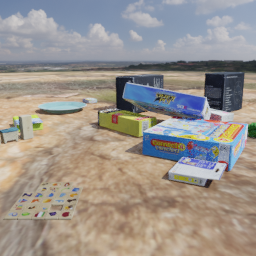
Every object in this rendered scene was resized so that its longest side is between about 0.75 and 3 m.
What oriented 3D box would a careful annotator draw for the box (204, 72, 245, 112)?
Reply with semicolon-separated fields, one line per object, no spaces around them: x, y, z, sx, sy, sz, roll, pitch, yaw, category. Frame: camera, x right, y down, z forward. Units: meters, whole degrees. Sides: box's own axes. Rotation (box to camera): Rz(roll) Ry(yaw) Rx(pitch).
4.783;-1.810;13.946;1.895;1.863;1.175;-12;18;-40;box

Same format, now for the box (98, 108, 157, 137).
-0.102;-0.247;10.424;0.913;0.608;2.426;-12;19;-38;box

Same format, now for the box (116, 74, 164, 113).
0.614;-1.769;14.009;1.238;1.756;2.373;13;18;42;box

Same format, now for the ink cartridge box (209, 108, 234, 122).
3.461;-0.544;12.129;1.395;0.350;1.607;-6;16;-28;ink cartridge box

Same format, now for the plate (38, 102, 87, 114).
-3.260;-1.009;14.003;2.384;0.305;2.384;1;14;0;plate

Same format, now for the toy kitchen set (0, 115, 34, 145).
-4.002;-0.015;9.198;1.338;0.788;1.072;-14;20;-43;toy kitchen set

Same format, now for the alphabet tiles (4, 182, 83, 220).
-1.522;1.361;5.392;1.153;0.052;1.380;0;14;0;alphabet tiles

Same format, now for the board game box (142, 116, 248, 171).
2.019;0.309;8.140;2.381;0.680;2.432;8;17;29;board game box

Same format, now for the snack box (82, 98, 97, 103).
-2.247;-1.612;16.474;0.575;0.214;0.809;-10;18;-35;snack box

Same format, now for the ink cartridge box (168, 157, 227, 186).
1.620;0.997;6.425;1.096;0.258;1.083;9;16;26;ink cartridge box

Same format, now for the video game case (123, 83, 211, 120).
1.555;-0.854;10.458;2.825;0.642;2.560;14;-1;21;video game case

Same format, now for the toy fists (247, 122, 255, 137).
4.475;0.090;9.351;0.342;0.507;0.994;-12;18;-41;toy fists

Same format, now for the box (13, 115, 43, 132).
-3.819;-0.184;10.683;0.925;0.361;1.516;-7;16;-27;box
